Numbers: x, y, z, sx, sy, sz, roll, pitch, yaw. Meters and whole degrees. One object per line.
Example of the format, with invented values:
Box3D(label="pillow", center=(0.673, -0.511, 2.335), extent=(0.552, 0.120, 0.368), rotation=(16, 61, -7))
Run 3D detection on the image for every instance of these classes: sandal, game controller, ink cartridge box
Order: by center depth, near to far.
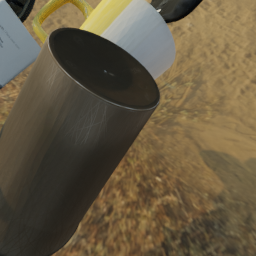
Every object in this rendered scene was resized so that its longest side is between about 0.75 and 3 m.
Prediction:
Box3D(label="ink cartridge box", center=(-2.912, -0.878, 4.798), extent=(2.546, 1.070, 1.858), rotation=(-47, 29, -19))
Box3D(label="game controller", center=(0.938, -2.678, 5.941), extent=(1.258, 0.508, 2.412), rotation=(-56, 24, 1))
Box3D(label="sandal", center=(-2.602, -2.870, 6.194), extent=(0.838, 0.534, 2.229), rotation=(-53, 45, 13))

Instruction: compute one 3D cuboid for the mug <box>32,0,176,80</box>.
Box3D(label="mug", center=(-0.620, -1.461, 6.015), extent=(2.549, 2.042, 2.093), rotation=(32, 70, 27))

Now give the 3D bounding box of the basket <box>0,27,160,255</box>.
Box3D(label="basket", center=(-0.975, 0.178, 4.330), extent=(1.972, 2.900, 2.614), rotation=(24, 36, -19))
